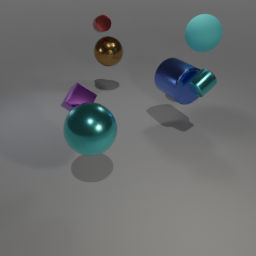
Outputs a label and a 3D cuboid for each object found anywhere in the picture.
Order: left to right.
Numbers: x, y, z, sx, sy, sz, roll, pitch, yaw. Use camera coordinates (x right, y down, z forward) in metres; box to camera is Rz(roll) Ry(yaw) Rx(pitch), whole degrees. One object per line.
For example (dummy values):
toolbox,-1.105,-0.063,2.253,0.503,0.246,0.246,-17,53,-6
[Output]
cube,-1.458,-0.809,8.276,0.700,0.700,0.700,-9,52,64
ball,-0.975,0.030,7.319,1.400,1.400,1.400,0,31,0
cylinder,-1.164,-4.652,12.505,0.700,0.700,0.700,-10,18,-17
ball,-0.930,-3.655,13.393,1.400,1.400,1.400,0,31,0
cylinder,1.930,-1.778,10.528,1.400,1.400,1.400,-14,34,-22
cylinder,2.499,-1.515,9.436,0.700,0.700,0.700,-43,42,-5
ball,2.923,-3.662,10.860,1.400,1.400,1.400,0,31,0
